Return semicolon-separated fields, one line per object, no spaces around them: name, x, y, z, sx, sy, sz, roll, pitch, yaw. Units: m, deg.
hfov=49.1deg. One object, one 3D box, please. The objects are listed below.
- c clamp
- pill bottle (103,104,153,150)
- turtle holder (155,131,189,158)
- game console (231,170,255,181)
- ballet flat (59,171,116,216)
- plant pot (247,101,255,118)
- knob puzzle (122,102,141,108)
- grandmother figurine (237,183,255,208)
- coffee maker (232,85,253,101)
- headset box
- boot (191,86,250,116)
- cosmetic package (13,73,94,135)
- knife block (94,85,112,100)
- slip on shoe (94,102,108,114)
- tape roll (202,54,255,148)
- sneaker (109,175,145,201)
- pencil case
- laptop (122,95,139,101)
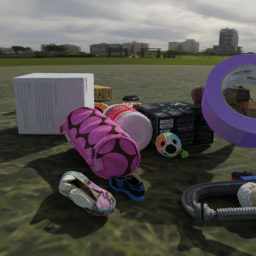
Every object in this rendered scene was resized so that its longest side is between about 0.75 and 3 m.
c clamp;2.212;1.267;4.789;2.776;0.376;2.371;-8;9;23
pill bottle;-0.140;-0.103;8.961;1.190;1.190;2.120;-6;18;-18
turtle holder;1.191;0.560;7.835;0.682;0.897;0.637;-32;15;5
game console;3.121;1.250;6.041;1.284;0.225;1.452;-5;17;-17
ballet flat;-0.955;1.230;5.417;1.644;0.568;0.585;19;3;41
plant pot;4.676;-0.422;10.095;1.971;0.910;1.971;-8;20;3
knob puzzle;0.343;-1.251;14.755;1.260;0.175;1.260;0;16;0
grandmother figurine;2.837;1.469;4.679;1.234;0.616;2.034;-3;16;-43
coffee maker;5.213;-1.697;14.201;1.639;1.104;1.574;5;11;-16
headset box;1.403;-0.196;9.467;2.023;1.078;2.324;-6;17;-18
boot;2.919;-0.820;8.834;1.666;0.800;2.278;3;-18;24
cosmetic package;-2.605;-0.973;10.443;2.454;2.023;2.025;1;15;2
knife block;-2.068;-2.213;17.043;2.268;0.726;1.991;-1;17;-1
slip on shoe;-1.960;-0.764;12.025;2.320;0.859;0.710;6;21;4
tape roll;3.122;-0.724;7.095;2.380;2.380;0.781;-2;-29;4
sneaker;-0.027;1.165;5.994;0.366;0.406;1.043;-15;22;-41
pencil case;-0.853;0.338;7.429;1.312;1.271;2.801;-5;18;-27
laptop;0.164;-1.687;16.501;0.718;0.418;0.810;-9;44;-25
